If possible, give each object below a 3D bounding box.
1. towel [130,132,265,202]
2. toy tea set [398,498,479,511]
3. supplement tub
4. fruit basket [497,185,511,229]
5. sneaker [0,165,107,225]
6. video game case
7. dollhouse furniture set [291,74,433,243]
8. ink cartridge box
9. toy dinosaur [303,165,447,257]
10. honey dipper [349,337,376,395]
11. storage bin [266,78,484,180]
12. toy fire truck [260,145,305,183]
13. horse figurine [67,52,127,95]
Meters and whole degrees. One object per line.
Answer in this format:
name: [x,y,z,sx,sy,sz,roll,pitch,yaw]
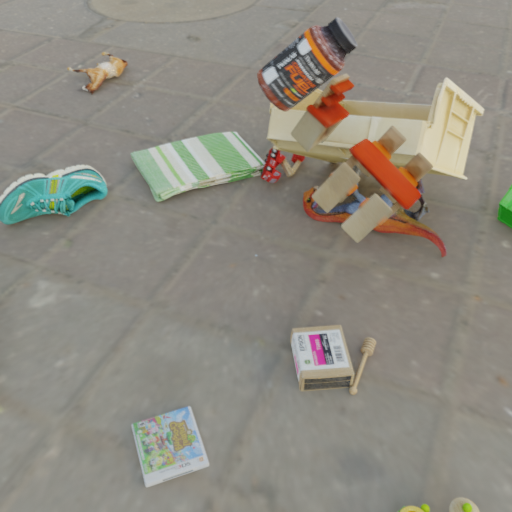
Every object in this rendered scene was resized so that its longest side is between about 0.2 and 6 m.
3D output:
towel: [-1.302,-2.094,12.606,2.578,0.302,1.966,-18,45,-18]
toy tea set: [1.850,3.307,6.207,1.081,0.673,1.818,29,49,28]
supplement tub: [0.638,-2.382,6.931,1.204,0.644,0.644,-33,32,28]
fruit basket: [5.461,-0.916,10.949,1.189,0.857,1.189,-9,51,11]
sneaker: [-4.056,-1.181,11.197,2.231,0.865,0.889,-27,57,-27]
video game case: [-1.166,2.530,7.515,0.846,0.103,0.930,-14,43,-15]
dollhouse furniture set: [1.439,-1.365,7.408,1.859,0.968,1.879,46,41,4]
ink cartridge box: [0.982,1.525,8.455,0.792,0.361,0.962,-3,43,-6]
toy dinosaur: [2.089,-0.890,10.704,2.241,1.297,2.470,-20,58,11]
honey dipper: [1.597,1.671,8.446,0.195,0.195,1.027,15,47,16]
storage bin: [2.294,-2.489,10.782,3.146,1.474,3.123,14,10,32]
toy fire truck: [0.599,-2.007,12.362,0.819,0.283,1.161,28,58,-19]
horse figurine: [-4.410,-5.352,16.111,1.306,0.492,1.971,28,49,29]
